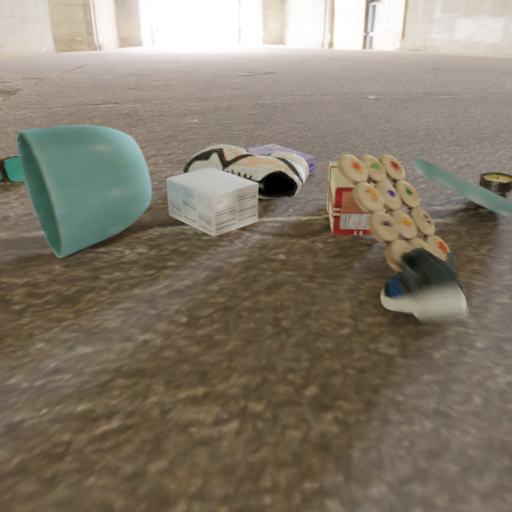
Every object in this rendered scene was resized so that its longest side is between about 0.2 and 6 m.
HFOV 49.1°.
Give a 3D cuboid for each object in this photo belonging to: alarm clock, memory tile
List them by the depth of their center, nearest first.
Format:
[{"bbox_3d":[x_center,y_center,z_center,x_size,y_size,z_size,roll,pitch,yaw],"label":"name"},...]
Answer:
[{"bbox_3d":[2.733,-0.900,10.945,2.039,0.223,2.660,-8,66,-42],"label":"memory tile"},{"bbox_3d":[6.488,-2.008,15.263,0.889,0.439,1.318,-4,28,-7],"label":"alarm clock"}]

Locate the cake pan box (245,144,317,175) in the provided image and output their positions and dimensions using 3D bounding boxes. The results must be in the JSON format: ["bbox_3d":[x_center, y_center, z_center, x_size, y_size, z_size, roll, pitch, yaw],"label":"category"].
[{"bbox_3d":[0.340,-2.765,16.672,2.008,0.570,2.181,-18,32,-36],"label":"cake pan box"}]

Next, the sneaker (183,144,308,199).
[{"bbox_3d":[-0.316,-2.147,14.690,3.337,1.230,1.335,1,32,7],"label":"sneaker"}]

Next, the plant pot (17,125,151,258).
[{"bbox_3d":[-3.447,-1.508,11.599,2.095,2.611,2.611,-20,32,-26],"label":"plant pot"}]

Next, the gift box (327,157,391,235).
[{"bbox_3d":[2.421,-1.320,12.864,1.566,1.445,1.462,3,35,-2],"label":"gift box"}]

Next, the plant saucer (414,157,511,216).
[{"bbox_3d":[4.996,-1.629,13.491,2.768,0.379,2.768,25,15,-7],"label":"plant saucer"}]

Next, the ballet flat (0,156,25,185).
[{"bbox_3d":[-7.095,-2.321,15.624,2.338,0.793,0.880,-22,21,-31],"label":"ballet flat"}]

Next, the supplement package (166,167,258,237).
[{"bbox_3d":[-1.033,-1.332,13.265,1.379,0.982,1.771,-23,35,-37],"label":"supplement package"}]

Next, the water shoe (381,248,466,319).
[{"bbox_3d":[2.634,0.378,8.894,0.922,1.018,2.579,-4,0,-4],"label":"water shoe"}]
